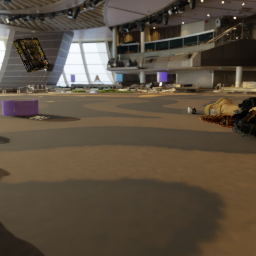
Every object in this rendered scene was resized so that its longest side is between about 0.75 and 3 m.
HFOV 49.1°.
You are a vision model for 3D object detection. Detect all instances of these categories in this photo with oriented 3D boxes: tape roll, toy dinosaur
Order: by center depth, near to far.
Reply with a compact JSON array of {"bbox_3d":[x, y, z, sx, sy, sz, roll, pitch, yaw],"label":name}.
[{"bbox_3d":[3.030,-0.131,7.129,2.174,1.111,1.476,-18,-7,5],"label":"toy dinosaur"},{"bbox_3d":[-4.762,-0.928,12.416,1.525,0.648,1.525,0,10,0],"label":"tape roll"}]

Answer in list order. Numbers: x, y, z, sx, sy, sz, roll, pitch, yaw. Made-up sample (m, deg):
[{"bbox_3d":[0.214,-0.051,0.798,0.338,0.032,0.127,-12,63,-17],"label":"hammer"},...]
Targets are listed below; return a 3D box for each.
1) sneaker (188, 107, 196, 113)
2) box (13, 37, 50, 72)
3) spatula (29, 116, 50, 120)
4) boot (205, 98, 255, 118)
[{"bbox_3d":[2.983,-0.815,13.012,0.364,0.267,0.805,3,12,4],"label":"sneaker"},{"bbox_3d":[-2.873,-2.203,8.399,0.241,0.977,0.780,-20,8,34],"label":"box"},{"bbox_3d":[-3.437,-0.384,10.850,0.546,0.063,0.785,7,11,10],"label":"spatula"},{"bbox_3d":[4.340,-0.671,10.763,1.882,0.711,2.149,-25,22,-39],"label":"boot"}]
